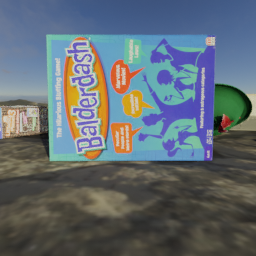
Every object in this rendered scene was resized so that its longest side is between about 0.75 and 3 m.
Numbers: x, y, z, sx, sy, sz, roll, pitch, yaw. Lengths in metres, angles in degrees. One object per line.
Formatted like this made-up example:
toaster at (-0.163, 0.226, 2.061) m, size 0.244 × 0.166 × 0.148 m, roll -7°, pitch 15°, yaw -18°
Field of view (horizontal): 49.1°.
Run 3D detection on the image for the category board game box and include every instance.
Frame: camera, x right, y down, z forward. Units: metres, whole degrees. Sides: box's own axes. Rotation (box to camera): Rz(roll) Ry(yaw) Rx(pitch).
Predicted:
board game box at (-3.794, -0.238, 8.943) m, size 1.500 × 0.911 × 1.882 m, roll 4°, pitch 7°, yaw 33°
board game box at (0.053, -0.535, 5.218) m, size 2.970 × 2.259 × 0.668 m, roll -1°, pitch 6°, yaw 0°

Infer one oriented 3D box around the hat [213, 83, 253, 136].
hat at (2.534, 0.142, 8.273) m, size 2.135 × 2.268 × 2.577 m, roll -24°, pitch -48°, yaw 39°

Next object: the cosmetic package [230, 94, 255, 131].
cosmetic package at (3.627, -0.539, 9.928) m, size 2.447 × 0.894 × 1.267 m, roll 2°, pitch -24°, yaw 10°
